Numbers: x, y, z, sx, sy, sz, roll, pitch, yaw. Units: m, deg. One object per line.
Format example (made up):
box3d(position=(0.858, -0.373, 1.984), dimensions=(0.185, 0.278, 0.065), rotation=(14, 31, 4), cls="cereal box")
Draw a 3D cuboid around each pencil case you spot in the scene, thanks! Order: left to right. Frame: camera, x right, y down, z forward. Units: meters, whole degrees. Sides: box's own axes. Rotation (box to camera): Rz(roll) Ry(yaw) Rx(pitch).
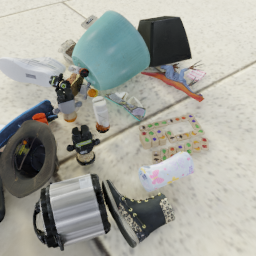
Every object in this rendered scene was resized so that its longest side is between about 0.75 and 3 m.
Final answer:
box3d(position=(1.119, 1.257, 8.190), dimensions=(1.645, 0.684, 0.746), rotation=(-18, 55, -18), cls="pencil case")

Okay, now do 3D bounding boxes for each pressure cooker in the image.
box3d(position=(-1.412, 2.003, 6.801), dimensions=(1.764, 1.551, 1.575), rotation=(-14, 80, -10), cls="pressure cooker")

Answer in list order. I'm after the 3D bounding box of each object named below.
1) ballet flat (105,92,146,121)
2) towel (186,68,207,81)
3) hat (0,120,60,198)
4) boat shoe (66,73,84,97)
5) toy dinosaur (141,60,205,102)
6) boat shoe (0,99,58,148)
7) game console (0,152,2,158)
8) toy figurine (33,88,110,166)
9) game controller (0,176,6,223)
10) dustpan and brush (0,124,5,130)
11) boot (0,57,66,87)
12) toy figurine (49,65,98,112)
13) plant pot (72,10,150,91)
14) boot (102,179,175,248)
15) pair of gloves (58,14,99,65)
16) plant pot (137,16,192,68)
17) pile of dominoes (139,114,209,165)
box3d(position=(-0.053, -0.962, 10.361), dimensions=(1.866, 0.671, 0.671), rotation=(36, 55, 27), cls="ballet flat")
box3d(position=(2.948, -2.310, 12.072), dimensions=(0.616, 0.126, 0.841), rotation=(30, 53, 25), cls="towel")
box3d(position=(-2.490, 0.903, 7.700), dimensions=(2.272, 0.916, 2.272), rotation=(-14, 63, 30), cls="hat")
box3d(position=(-2.233, -1.747, 11.253), dimensions=(0.540, 0.575, 1.599), rotation=(2, 40, 10), cls="boat shoe")
box3d(position=(2.048, -1.775, 11.314), dimensions=(2.505, 1.315, 2.273), rotation=(-27, 53, 22), cls="toy dinosaur")
box3d(position=(-3.245, -0.062, 9.206), dimensions=(0.873, 1.071, 2.544), rotation=(50, 53, -7), cls="boat shoe")
box3d(position=(-4.853, 1.635, 8.035), dimensions=(2.263, 0.397, 2.558), rotation=(3, 46, 2), cls="game console")
box3d(position=(-1.687, -0.041, 8.925), dimensions=(2.145, 1.492, 2.112), rotation=(13, 47, 15), cls="toy figurine")
box3d(position=(-4.194, 1.613, 7.710), dimensions=(1.353, 0.546, 2.594), rotation=(-2, 46, -30), cls="game controller")
box3d(position=(-4.621, 0.306, 9.187), dimensions=(1.048, 0.430, 1.501), rotation=(7, 20, 18), cls="dustpan and brush")
box3d(position=(-4.005, -2.547, 11.858), dimensions=(2.683, 0.987, 1.282), rotation=(19, 42, 7), cls="boot")
box3d(position=(-1.949, -1.469, 10.247), dimensions=(1.461, 1.484, 1.032), rotation=(-39, 43, -27), cls="toy figurine")
box3d(position=(-0.844, -2.751, 10.873), dimensions=(2.144, 2.672, 2.672), rotation=(-42, 57, -13), cls="plant pot")
box3d(position=(0.234, 1.998, 7.444), dimensions=(1.413, 0.675, 1.871), rotation=(-22, 61, -21), cls="boot")
box3d(position=(-1.629, -3.847, 12.929), dimensions=(2.432, 0.501, 2.860), rotation=(30, 71, 20), cls="pair of gloves")
box3d(position=(1.412, -3.797, 11.999), dimensions=(1.970, 1.747, 1.965), rotation=(-15, 28, -16), cls="plant pot")
box3d(position=(1.556, 0.233, 9.423), dimensions=(2.282, 0.363, 1.778), rotation=(-14, 47, -12), cls="pile of dominoes")
